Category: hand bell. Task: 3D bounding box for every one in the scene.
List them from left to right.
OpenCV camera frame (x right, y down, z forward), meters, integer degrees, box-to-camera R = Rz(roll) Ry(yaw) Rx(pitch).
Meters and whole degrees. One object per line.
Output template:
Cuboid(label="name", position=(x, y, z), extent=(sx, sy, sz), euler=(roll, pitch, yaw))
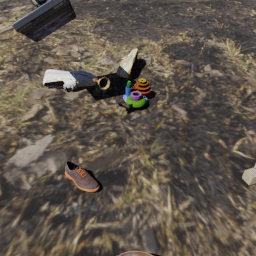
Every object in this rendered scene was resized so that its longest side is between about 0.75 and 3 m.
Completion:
Cuboid(label="hand bell", position=(-1.063, -1.710, 10.230), extent=(0.449, 0.449, 0.863), euler=(-22, 30, -26))

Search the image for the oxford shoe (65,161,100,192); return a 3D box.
Cuboid(label="oxford shoe", position=(-1.412, 1.434, 8.356), extent=(1.366, 0.495, 0.486), euler=(24, 44, 29))

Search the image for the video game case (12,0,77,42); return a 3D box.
Cuboid(label="video game case", position=(-2.856, -3.866, 10.064), extent=(1.973, 0.262, 2.762), euler=(-32, 11, 1))

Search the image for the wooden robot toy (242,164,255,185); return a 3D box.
Cuboid(label="wooden robot toy", position=(4.538, 1.096, 8.417), extent=(2.132, 0.967, 0.939), euler=(-3, 38, -4))

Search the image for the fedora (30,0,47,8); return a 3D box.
Cuboid(label="fedora", position=(-2.931, -4.407, 9.269), extent=(0.406, 0.889, 0.889), euler=(-22, 26, 31))

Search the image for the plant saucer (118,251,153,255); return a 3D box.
Cuboid(label="plant saucer", position=(0.157, 3.271, 5.674), extent=(1.510, 0.260, 1.510), euler=(-1, 39, 1))

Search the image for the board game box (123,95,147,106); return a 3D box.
Cuboid(label="board game box", position=(0.307, -1.260, 12.155), extent=(0.875, 0.197, 0.666), euler=(-13, 39, -16))

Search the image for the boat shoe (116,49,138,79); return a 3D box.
Cuboid(label="boat shoe", position=(0.001, -3.390, 14.437), extent=(0.808, 0.897, 2.488), euler=(8, 43, 9))

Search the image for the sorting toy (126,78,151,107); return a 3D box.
Cuboid(label="sorting toy", position=(0.387, -1.602, 11.868), extent=(1.010, 0.690, 1.681), euler=(12, 40, 13))

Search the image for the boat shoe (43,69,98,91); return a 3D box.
Cuboid(label="boat shoe", position=(-2.674, -2.088, 12.854), extent=(2.526, 0.895, 0.882), euler=(7, 64, 4))
